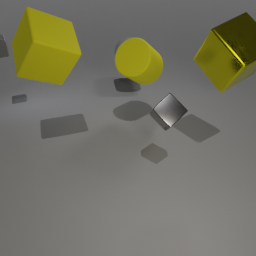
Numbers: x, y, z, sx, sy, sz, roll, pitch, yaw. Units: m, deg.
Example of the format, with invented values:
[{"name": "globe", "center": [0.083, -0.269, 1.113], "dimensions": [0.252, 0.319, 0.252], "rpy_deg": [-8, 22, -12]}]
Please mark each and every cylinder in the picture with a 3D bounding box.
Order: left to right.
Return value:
[{"name": "cylinder", "center": [0.109, -3.612, 13.649], "dimensions": [1.400, 1.400, 1.400], "rpy_deg": [-4, 27, -7]}, {"name": "cylinder", "center": [0.431, -2.417, 10.333], "dimensions": [1.400, 1.400, 1.400], "rpy_deg": [16, 4, 25]}]

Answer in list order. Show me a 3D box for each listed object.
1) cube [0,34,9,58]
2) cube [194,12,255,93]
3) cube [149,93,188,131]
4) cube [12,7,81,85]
[{"name": "cube", "center": [-5.188, -3.235, 11.096], "dimensions": [0.700, 0.700, 0.700], "rpy_deg": [-14, 40, -16]}, {"name": "cube", "center": [3.057, -2.159, 8.131], "dimensions": [1.400, 1.400, 1.400], "rpy_deg": [-30, 75, -19]}, {"name": "cube", "center": [1.123, -0.435, 7.872], "dimensions": [0.700, 0.700, 0.700], "rpy_deg": [-43, 86, -8]}, {"name": "cube", "center": [-2.404, -2.314, 8.145], "dimensions": [1.400, 1.400, 1.400], "rpy_deg": [5, 54, -39]}]
